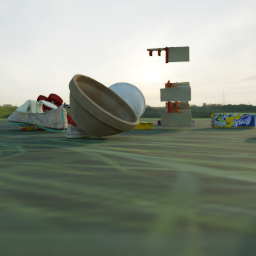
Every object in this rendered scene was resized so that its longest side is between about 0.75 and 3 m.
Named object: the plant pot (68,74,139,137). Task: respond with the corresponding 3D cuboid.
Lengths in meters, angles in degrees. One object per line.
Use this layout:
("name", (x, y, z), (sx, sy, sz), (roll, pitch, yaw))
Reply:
("plant pot", (-0.646, -0.348, 6.012), (1.681, 0.776, 1.681), (33, 19, -13))

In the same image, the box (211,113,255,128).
("box", (4.161, -0.306, 11.055), (1.640, 0.574, 0.527), (0, 3, -1))

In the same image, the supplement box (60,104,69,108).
("supplement box", (-4.212, -0.863, 16.778), (2.363, 1.196, 1.221), (-1, 3, -30))

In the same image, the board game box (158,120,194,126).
("board game box", (2.255, -0.250, 13.502), (1.207, 0.325, 2.011), (4, 2, -9))

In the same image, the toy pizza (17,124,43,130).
("toy pizza", (-3.120, -0.039, 9.437), (1.212, 0.192, 1.212), (-2, 3, 0))

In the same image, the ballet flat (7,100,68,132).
("ballet flat", (-2.776, -0.443, 8.597), (2.474, 0.832, 0.842), (8, 8, 30))

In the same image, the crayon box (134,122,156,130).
("crayon box", (0.423, -0.085, 9.699), (0.636, 0.255, 1.002), (-2, 2, -38))

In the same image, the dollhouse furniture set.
("dollhouse furniture set", (1.568, -1.561, 10.633), (1.533, 2.943, 2.976), (-1, 13, 11))

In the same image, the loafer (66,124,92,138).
("loafer", (-0.995, 0.055, 6.122), (0.331, 0.289, 0.921), (1, 3, 27))

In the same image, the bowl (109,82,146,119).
("bowl", (-0.273, -1.066, 13.997), (2.291, 2.291, 1.030), (0, 28, 8))

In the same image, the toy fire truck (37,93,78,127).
("toy fire truck", (-2.700, -0.431, 10.007), (1.665, 0.933, 1.398), (0, -37, 41))

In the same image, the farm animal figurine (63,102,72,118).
("farm animal figurine", (-2.695, -0.639, 14.744), (2.265, 1.139, 1.829), (5, 23, 26))
